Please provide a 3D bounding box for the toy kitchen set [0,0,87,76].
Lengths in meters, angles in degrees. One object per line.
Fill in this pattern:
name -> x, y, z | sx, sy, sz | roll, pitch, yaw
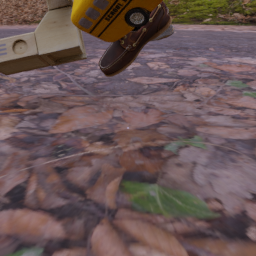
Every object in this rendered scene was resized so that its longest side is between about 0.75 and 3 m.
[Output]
toy kitchen set -> -2.818, -3.402, 7.559 | 2.704, 2.997, 2.445 | -12, -4, 2

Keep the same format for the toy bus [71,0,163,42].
toy bus -> 0.216, -2.587, 4.454 | 1.139, 0.947, 2.910 | 19, -28, -29

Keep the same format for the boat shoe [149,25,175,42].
boat shoe -> 0.993, -3.219, 9.685 | 1.237, 0.469, 0.444 | -9, 1, 1

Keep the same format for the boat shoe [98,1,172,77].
boat shoe -> 0.058, -2.149, 6.578 | 0.751, 2.134, 0.750 | 48, 6, 34
